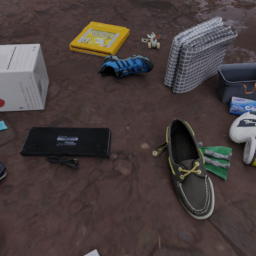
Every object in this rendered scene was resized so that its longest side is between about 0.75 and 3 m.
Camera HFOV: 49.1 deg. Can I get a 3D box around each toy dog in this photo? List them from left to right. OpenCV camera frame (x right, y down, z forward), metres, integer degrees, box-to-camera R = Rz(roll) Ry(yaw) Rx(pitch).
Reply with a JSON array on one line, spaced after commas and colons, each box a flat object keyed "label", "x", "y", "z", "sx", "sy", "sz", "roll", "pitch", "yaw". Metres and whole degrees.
[{"label": "toy dog", "x": 1.160, "y": -4.139, "z": 13.012, "sx": 0.767, "sy": 0.561, "sz": 1.164, "roll": -15, "pitch": 49, "yaw": -14}]

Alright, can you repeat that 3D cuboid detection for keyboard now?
[{"label": "keyboard", "x": -1.911, "y": 0.616, "z": 8.734, "sx": 2.704, "sy": 0.347, "sz": 1.624, "roll": 0, "pitch": 43, "yaw": 1}]

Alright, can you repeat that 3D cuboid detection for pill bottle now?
[{"label": "pill bottle", "x": 4.263, "y": 0.799, "z": 8.199, "sx": 1.502, "sy": 0.859, "sz": 0.859, "roll": 13, "pitch": 48, "yaw": 11}]

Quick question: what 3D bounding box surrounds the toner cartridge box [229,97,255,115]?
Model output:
[{"label": "toner cartridge box", "x": 4.282, "y": -0.688, "z": 9.841, "sx": 1.312, "sy": 0.283, "sz": 0.623, "roll": 12, "pitch": 48, "yaw": 12}]

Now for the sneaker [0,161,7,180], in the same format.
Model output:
[{"label": "sneaker", "x": -3.718, "y": 1.783, "z": 7.137, "sx": 2.721, "sy": 1.035, "sz": 1.966, "roll": 28, "pitch": 56, "yaw": 25}]

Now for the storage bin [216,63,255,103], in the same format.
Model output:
[{"label": "storage bin", "x": 4.098, "y": -1.529, "z": 10.174, "sx": 1.699, "sy": 1.141, "sz": 1.236, "roll": -6, "pitch": 47, "yaw": -4}]

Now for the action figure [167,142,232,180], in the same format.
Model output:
[{"label": "action figure", "x": 2.099, "y": 0.800, "z": 8.467, "sx": 1.905, "sy": 0.521, "sz": 1.125, "roll": 12, "pitch": 51, "yaw": 16}]

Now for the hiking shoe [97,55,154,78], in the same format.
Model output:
[{"label": "hiking shoe", "x": -0.068, "y": -2.325, "z": 11.150, "sx": 2.252, "sy": 0.838, "sz": 0.976, "roll": 7, "pitch": 55, "yaw": 29}]

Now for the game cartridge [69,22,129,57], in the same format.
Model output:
[{"label": "game cartridge", "x": -1.275, "y": -4.231, "z": 13.221, "sx": 2.133, "sy": 0.392, "sz": 2.419, "roll": 14, "pitch": 50, "yaw": 13}]

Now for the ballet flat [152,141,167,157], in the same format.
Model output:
[{"label": "ballet flat", "x": 1.026, "y": 0.645, "z": 8.799, "sx": 0.752, "sy": 0.174, "sz": 0.253, "roll": -34, "pitch": 56, "yaw": -28}]

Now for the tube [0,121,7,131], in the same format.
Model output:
[{"label": "tube", "x": -4.617, "y": 0.078, "z": 9.299, "sx": 1.076, "sy": 0.271, "sz": 0.417, "roll": -26, "pitch": 60, "yaw": -28}]

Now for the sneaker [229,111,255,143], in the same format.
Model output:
[{"label": "sneaker", "x": 4.423, "y": 0.032, "z": 8.448, "sx": 2.358, "sy": 0.941, "sz": 1.534, "roll": -9, "pitch": 14, "yaw": -14}]

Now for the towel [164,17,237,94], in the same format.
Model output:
[{"label": "towel", "x": 2.715, "y": -2.648, "z": 10.540, "sx": 2.603, "sy": 2.155, "sz": 1.114, "roll": -28, "pitch": 56, "yaw": -22}]

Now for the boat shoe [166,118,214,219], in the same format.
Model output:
[{"label": "boat shoe", "x": 1.599, "y": 1.021, "z": 7.662, "sx": 1.001, "sy": 0.846, "sz": 2.808, "roll": -18, "pitch": 56, "yaw": 11}]

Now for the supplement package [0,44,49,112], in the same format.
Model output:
[{"label": "supplement package", "x": -4.506, "y": -1.747, "z": 9.941, "sx": 2.900, "sy": 1.758, "sz": 1.737, "roll": -3, "pitch": 47, "yaw": -3}]

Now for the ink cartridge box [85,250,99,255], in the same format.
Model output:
[{"label": "ink cartridge box", "x": -0.845, "y": 3.192, "z": 6.299, "sx": 0.888, "sy": 0.339, "sz": 0.606, "roll": -23, "pitch": 51, "yaw": -18}]
